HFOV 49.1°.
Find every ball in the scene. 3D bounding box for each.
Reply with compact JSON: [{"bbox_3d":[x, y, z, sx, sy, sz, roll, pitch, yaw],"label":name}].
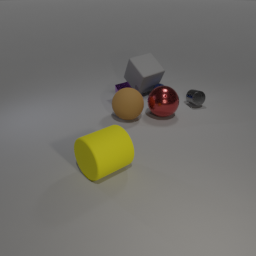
[{"bbox_3d":[1.563,-1.174,12.422,1.400,1.400,1.400,0,28,0],"label":"ball"},{"bbox_3d":[-0.005,-1.049,12.184,1.400,1.400,1.400,0,28,0],"label":"ball"}]

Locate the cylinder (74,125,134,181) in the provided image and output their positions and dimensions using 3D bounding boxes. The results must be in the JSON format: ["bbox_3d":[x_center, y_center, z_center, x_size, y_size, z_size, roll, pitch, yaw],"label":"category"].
[{"bbox_3d":[-0.758,0.756,8.849,1.400,1.400,1.400,-22,35,-34],"label":"cylinder"}]

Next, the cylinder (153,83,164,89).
[{"bbox_3d":[1.620,-1.856,14.436,0.700,0.700,0.700,3,28,6],"label":"cylinder"}]

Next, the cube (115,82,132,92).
[{"bbox_3d":[-0.196,-1.783,14.041,0.700,0.700,0.700,-17,49,-13],"label":"cube"}]

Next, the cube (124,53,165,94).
[{"bbox_3d":[0.826,-2.830,14.639,1.400,1.400,1.400,-22,65,-27],"label":"cube"}]

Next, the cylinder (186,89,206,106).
[{"bbox_3d":[3.267,-1.487,13.539,0.700,0.700,0.700,-8,17,-14],"label":"cylinder"}]
